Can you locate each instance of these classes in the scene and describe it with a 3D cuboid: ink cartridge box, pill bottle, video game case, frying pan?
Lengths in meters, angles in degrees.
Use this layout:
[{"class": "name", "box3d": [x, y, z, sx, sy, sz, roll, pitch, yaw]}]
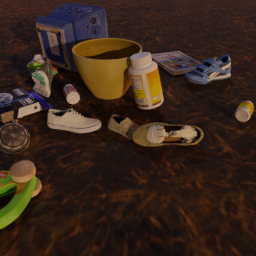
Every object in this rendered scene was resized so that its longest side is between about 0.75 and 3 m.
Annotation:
[{"class": "ink cartridge box", "box3d": [-4.271, -1.024, 10.959, 1.967, 0.427, 1.948, -22, 38, -33]}, {"class": "pill bottle", "box3d": [-2.332, -1.401, 11.444, 0.535, 0.535, 0.937, -12, 35, -18]}, {"class": "pill bottle", "box3d": [0.652, -1.757, 10.432, 1.069, 1.957, 1.069, -11, 29, 7]}, {"class": "pill bottle", "box3d": [4.283, -0.646, 10.245, 0.522, 0.522, 0.956, 18, 37, 26]}, {"class": "video game case", "box3d": [2.610, -3.575, 15.197, 2.019, 0.254, 2.820, -12, 34, -19]}, {"class": "frying pan", "box3d": [-3.008, 0.007, 7.682, 0.906, 0.244, 1.498, 30, 58, -14]}]

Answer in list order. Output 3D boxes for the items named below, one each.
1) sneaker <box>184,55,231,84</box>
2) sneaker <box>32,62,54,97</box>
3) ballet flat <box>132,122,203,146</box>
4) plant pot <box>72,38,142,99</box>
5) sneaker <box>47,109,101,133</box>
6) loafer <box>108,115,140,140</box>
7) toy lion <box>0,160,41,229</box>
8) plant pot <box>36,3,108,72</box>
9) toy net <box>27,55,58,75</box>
[{"class": "sneaker", "box3d": [3.734, -2.746, 13.092, 2.635, 1.084, 0.974, -19, 39, -25]}, {"class": "sneaker", "box3d": [-3.162, -1.845, 10.788, 0.735, 1.893, 0.864, 29, 67, -8]}, {"class": "ballet flat", "box3d": [1.244, 0.191, 8.601, 2.195, 0.776, 0.776, 1, 32, -4]}, {"class": "plant pot", "box3d": [-0.834, -2.368, 11.619, 2.756, 1.956, 2.756, 0, 34, 0]}, {"class": "sneaker", "box3d": [-1.869, -0.285, 9.520, 1.902, 0.674, 0.695, 3, 32, 5]}, {"class": "loafer", "box3d": [-0.032, -0.048, 9.287, 1.525, 0.521, 0.577, 17, 36, 25]}, {"class": "toy lion", "box3d": [-3.624, 1.713, 6.352, 2.525, 0.867, 2.420, 6, 40, 10]}, {"class": "plant pot", "box3d": [-2.916, -4.621, 14.517, 2.895, 2.895, 2.603, 24, 45, 32]}, {"class": "toy net", "box3d": [-4.508, -3.395, 14.645, 1.435, 0.528, 2.735, -10, 33, -15]}]
